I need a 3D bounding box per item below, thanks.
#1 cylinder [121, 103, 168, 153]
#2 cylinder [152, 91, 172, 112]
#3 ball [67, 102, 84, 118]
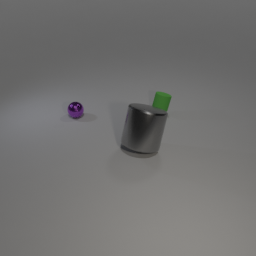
[{"bbox_3d":[0.564,-0.020,9.827,1.400,1.400,1.400,11,15,-3],"label":"cylinder"},{"bbox_3d":[1.453,-1.137,12.073,0.700,0.700,0.700,13,20,-5],"label":"cylinder"},{"bbox_3d":[-2.252,-0.786,12.044,0.700,0.700,0.700,0,32,0],"label":"ball"}]
